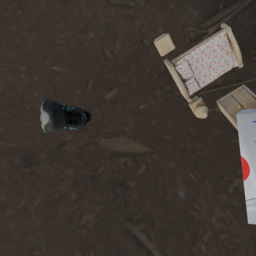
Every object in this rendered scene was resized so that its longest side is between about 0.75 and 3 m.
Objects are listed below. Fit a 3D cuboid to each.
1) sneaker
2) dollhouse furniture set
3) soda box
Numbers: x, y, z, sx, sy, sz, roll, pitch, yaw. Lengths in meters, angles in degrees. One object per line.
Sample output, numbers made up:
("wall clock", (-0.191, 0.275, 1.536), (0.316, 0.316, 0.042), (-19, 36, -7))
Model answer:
("sneaker", (-1.223, -0.253, 5.626), (0.682, 1.721, 0.649), (-1, 94, 5))
("dollhouse furniture set", (2.228, -1.201, 5.861), (2.280, 2.673, 1.305), (-32, 36, 11))
("soda box", (2.672, 0.727, 5.487), (0.760, 0.707, 2.228), (-4, 97, 31))
